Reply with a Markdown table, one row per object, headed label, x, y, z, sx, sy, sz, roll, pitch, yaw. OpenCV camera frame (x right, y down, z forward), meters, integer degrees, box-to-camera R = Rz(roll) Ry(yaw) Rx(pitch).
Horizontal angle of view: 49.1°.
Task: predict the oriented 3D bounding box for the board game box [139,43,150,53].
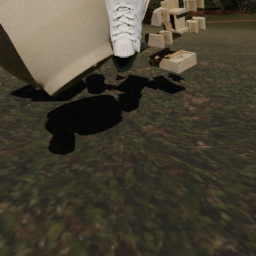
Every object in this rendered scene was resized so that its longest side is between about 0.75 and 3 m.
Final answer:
| label | x | y | z | sx | sy | sz | roll | pitch | yaw |
| --- | --- | --- | --- | --- | --- | --- | --- | --- | --- |
| board game box | 0.495 | -3.175 | 11.106 | 0.531 | 0.145 | 0.840 | -25 | 0 | 29 |

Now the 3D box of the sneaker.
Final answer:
| label | x | y | z | sx | sy | sz | roll | pitch | yaw |
| --- | --- | --- | --- | --- | --- | --- | --- | --- | --- |
| sneaker | -0.036 | -2.333 | 6.454 | 1.047 | 2.688 | 1.335 | -2 | 61 | 3 |

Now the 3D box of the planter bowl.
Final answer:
| label | x | y | z | sx | sy | sz | roll | pitch | yaw |
| --- | --- | --- | --- | --- | --- | --- | --- | --- | --- |
| planter bowl | -1.368 | -1.716 | 5.493 | 2.569 | 1.729 | 2.569 | -32 | 10 | 6 |

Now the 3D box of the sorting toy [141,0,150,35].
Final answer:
| label | x | y | z | sx | sy | sz | roll | pitch | yaw |
| --- | --- | --- | --- | --- | --- | --- | --- | --- | --- |
| sorting toy | -0.171 | -3.602 | 8.748 | 0.433 | 2.177 | 2.945 | 17 | -6 | -27 |

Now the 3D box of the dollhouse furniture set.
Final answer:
| label | x | y | z | sx | sy | sz | roll | pitch | yaw |
| --- | --- | --- | --- | --- | --- | --- | --- | --- | --- |
| dollhouse furniture set | 1.478 | -3.373 | 10.078 | 2.066 | 2.357 | 1.566 | -30 | 36 | -23 |
